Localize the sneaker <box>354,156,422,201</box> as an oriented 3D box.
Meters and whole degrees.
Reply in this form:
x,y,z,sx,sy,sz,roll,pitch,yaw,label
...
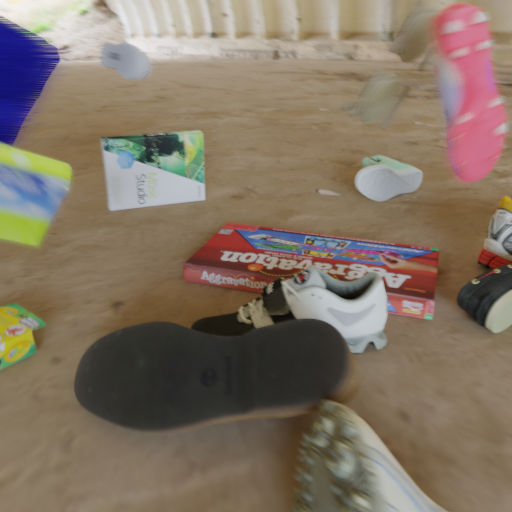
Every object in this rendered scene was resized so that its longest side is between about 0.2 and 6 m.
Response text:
x,y,z,sx,sy,sz,roll,pitch,yaw,label
2.743,-1.877,13.138,2.197,0.808,1.296,-8,29,-41,sneaker

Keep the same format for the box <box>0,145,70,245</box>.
x,y,z,sx,sy,sz,roll,pitch,yaw,label
-2.764,-0.694,6.253,1.032,1.693,0.403,13,61,-28,box

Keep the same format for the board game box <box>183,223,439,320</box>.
x,y,z,sx,sy,sz,roll,pitch,yaw,label
0.963,0.139,9.207,3.849,0.374,1.981,8,26,17,board game box

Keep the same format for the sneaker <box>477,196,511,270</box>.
x,y,z,sx,sy,sz,roll,pitch,yaw,label
5.368,-0.556,9.493,3.394,1.394,1.321,-11,27,-25,sneaker

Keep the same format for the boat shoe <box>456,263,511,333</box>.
x,y,z,sx,sy,sz,roll,pitch,yaw,label
3.870,0.375,8.079,2.278,0.833,0.714,-19,38,-27,boat shoe

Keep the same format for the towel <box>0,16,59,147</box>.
x,y,z,sx,sy,sz,roll,pitch,yaw,label
-4.179,-2.582,8.925,0.566,2.283,1.686,33,10,14,towel

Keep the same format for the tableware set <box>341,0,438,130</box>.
x,y,z,sx,sy,sz,roll,pitch,yaw,label
2.514,-3.521,10.333,0.458,2.287,1.512,43,24,29,tableware set

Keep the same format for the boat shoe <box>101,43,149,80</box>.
x,y,z,sx,sy,sz,roll,pitch,yaw,label
-2.142,-3.312,9.624,0.516,0.565,1.570,1,18,-39,boat shoe

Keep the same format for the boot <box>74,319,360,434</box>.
x,y,z,sx,sy,sz,roll,pitch,yaw,label
-0.455,1.366,5.974,3.156,1.191,1.162,-5,64,20,boot

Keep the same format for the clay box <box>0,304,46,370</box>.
x,y,z,sx,sy,sz,roll,pitch,yaw,label
-3.506,1.145,6.912,0.932,0.386,1.623,20,31,38,clay box

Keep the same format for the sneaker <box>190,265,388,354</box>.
x,y,z,sx,sy,sz,roll,pitch,yaw,label
0.410,0.639,7.174,2.600,1.151,0.963,-5,26,-9,sneaker

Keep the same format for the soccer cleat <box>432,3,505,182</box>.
x,y,z,sx,sy,sz,roll,pitch,yaw,label
3.312,-2.560,8.920,0.915,2.742,1.049,-15,23,4,soccer cleat

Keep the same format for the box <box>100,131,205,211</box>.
x,y,z,sx,sy,sz,roll,pitch,yaw,label
-2.201,-1.870,12.222,2.168,1.565,0.394,-10,29,-19,box

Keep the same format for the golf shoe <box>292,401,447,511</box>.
x,y,z,sx,sy,sz,roll,pitch,yaw,label
1.155,2.260,3.961,1.387,1.117,2.853,15,26,-22,golf shoe
